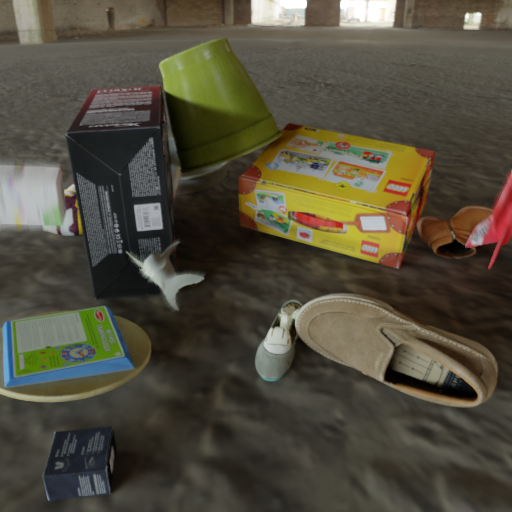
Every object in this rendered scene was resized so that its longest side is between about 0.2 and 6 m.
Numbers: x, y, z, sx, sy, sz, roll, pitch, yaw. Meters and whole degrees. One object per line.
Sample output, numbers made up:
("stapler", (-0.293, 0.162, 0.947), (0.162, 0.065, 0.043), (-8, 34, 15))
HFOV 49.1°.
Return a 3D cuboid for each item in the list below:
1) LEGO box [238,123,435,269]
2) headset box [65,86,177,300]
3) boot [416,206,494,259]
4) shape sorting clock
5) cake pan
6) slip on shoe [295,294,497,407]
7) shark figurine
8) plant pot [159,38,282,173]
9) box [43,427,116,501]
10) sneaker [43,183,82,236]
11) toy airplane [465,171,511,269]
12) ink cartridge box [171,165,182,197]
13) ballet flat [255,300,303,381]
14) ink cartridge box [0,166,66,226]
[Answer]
("LEGO box", (1.607, -1.306, 11.006), (3.198, 1.234, 2.381), (16, 44, 20))
("headset box", (-2.263, -1.394, 10.201), (1.462, 2.817, 3.786), (-5, 28, -8))
("boot", (4.002, -0.445, 10.748), (1.653, 0.634, 1.283), (-1, 26, 0))
("shape sorting clock", (-2.546, 1.288, 7.518), (2.236, 0.439, 2.236), (1, 22, 0))
("cake pan", (-2.004, -2.331, 14.400), (2.858, 0.524, 2.858), (-1, 32, 0))
("slip on shoe", (1.657, 1.227, 7.118), (2.622, 0.997, 0.794), (20, 24, 21))
("shark figurine", (-1.314, 0.114, 8.228), (0.738, 1.057, 1.769), (-45, 10, -8))
("plant pot", (-0.852, -3.009, 10.964), (2.172, 2.092, 2.172), (-19, 18, 6))
("box", (-1.825, 2.163, 5.865), (0.632, 0.371, 0.621), (-3, 27, -6))
("sneaker", (-3.996, -1.140, 11.882), (1.042, 0.867, 2.313), (-1, 25, -17))
("toy airplane", (4.124, -1.044, 8.784), (0.595, 3.235, 3.235), (28, 35, 16))
("ink cartridge box", (-1.848, -1.592, 12.616), (0.179, 0.822, 0.713), (20, 5, 17))
("ballet flat", (0.341, 1.106, 7.841), (0.517, 0.488, 1.533), (8, 28, 16))
("ink cartridge box", (-3.666, -0.913, 8.476), (1.398, 0.819, 0.471), (1, 43, -8))
